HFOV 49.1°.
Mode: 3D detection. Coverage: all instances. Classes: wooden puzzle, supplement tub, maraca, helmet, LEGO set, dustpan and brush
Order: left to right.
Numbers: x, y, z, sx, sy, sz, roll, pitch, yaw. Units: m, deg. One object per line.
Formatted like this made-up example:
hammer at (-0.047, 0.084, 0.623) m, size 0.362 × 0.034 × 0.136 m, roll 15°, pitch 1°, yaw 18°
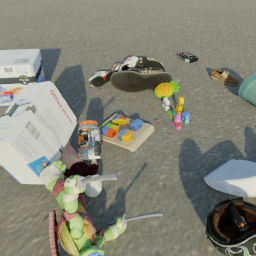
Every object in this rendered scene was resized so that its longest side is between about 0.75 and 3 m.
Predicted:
supplement tub at (-1.234, 0.394, 8.983) m, size 0.719 × 0.719 × 1.174 m, roll -3°, pitch 74°, yaw -5°
wooden puzzle at (-0.145, 0.035, 10.564) m, size 1.805 × 0.418 × 1.672 m, roll 21°, pitch 40°, yaw 26°
maraca at (1.785, -1.770, 12.828) m, size 1.160 × 0.620 × 0.795 m, roll -22°, pitch 65°, yaw -5°
LEGO set at (2.036, -0.807, 11.445) m, size 0.699 × 0.752 × 1.833 m, roll -7°, pitch 36°, yaw -11°
helmet at (2.580, 2.345, 6.573) m, size 1.402 × 1.337 × 1.402 m, roll -21°, pitch 52°, yaw 30°
dustpan and brush at (3.668, 1.569, 7.876) m, size 1.744 × 0.715 × 2.499 m, roll -21°, pitch 13°, yaw -36°

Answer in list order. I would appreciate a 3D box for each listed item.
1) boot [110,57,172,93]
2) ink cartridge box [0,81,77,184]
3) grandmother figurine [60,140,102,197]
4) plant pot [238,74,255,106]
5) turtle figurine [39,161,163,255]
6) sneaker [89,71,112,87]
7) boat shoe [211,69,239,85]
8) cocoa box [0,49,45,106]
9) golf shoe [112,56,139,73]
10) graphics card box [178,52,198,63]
boot at (0.597, -2.708, 13.838) m, size 2.883 × 1.055 × 2.171 m, roll -4°, pitch 33°, yaw 1°
ink cartridge box at (-2.687, 0.122, 8.168) m, size 1.063 × 1.812 × 2.475 m, roll -6°, pitch 44°, yaw 23°
grandmother figurine at (-1.544, 1.241, 8.704) m, size 1.436 × 0.717 × 2.368 m, roll -14°, pitch 39°, yaw -35°
plant pot at (5.700, -1.469, 12.040) m, size 1.296 × 1.296 × 1.270 m, roll -14°, pitch 46°, yaw -19°
turtle figurine at (-0.847, 1.774, 6.854) m, size 2.052 × 2.851 × 2.765 m, roll 16°, pitch 15°, yaw -42°
sneaker at (-1.495, -2.451, 13.955) m, size 0.754 × 0.568 × 1.612 m, roll 13°, pitch 32°, yaw 36°
boat shoe at (4.841, -2.585, 14.089) m, size 1.453 × 0.537 × 0.550 m, roll 29°, pitch 45°, yaw 33°
cocoa box at (-5.343, -2.241, 12.441) m, size 2.903 × 1.905 × 1.936 m, roll -4°, pitch 36°, yaw -5°
golf shoe at (0.032, -3.269, 14.897) m, size 0.842 × 0.664 × 1.830 m, roll 21°, pitch 46°, yaw 40°
graphics card box at (3.529, -4.161, 16.500) m, size 0.673 × 0.273 × 1.073 m, roll -21°, pitch 39°, yaw -27°
